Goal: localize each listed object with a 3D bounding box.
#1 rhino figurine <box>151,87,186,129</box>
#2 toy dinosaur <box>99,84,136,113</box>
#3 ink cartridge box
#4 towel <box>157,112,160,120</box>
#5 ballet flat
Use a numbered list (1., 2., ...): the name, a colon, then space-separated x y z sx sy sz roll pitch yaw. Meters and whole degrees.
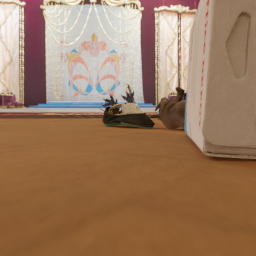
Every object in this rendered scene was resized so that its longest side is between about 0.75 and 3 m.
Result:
1. rhino figurine: 1.284 -0.450 6.991 0.704 1.029 2.354 19 -5 -27
2. toy dinosaur: -0.182 -0.396 9.612 1.299 2.474 2.245 -22 -28 1
3. ink cartridge box: 1.458 -0.768 3.796 1.161 1.982 2.743 3 4 9
4. towel: 2.418 -0.559 13.440 1.722 0.415 1.474 -3 4 -41
5. ballet flat: -0.073 -0.368 8.017 0.687 0.691 2.021 -2 5 -44
